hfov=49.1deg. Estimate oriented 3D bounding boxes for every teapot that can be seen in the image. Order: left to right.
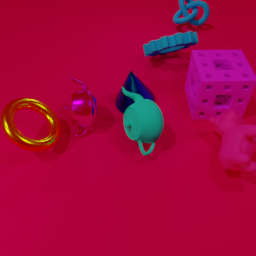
[{"bbox_3d":[-1.228,-0.561,7.144,0.793,1.619,1.006,-1,6,-17],"label":"teapot"},{"bbox_3d":[0.280,-0.193,6.675,0.845,1.073,1.726,-9,80,-29],"label":"teapot"}]

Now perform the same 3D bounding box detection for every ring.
[{"bbox_3d":[-2.268,-0.097,6.649,1.449,0.290,1.449,26,44,-29],"label":"ring"}]

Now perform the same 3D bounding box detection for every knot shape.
[{"bbox_3d":[2.296,-4.400,10.699,1.279,0.631,1.367,-42,80,-8],"label":"knot shape"}]

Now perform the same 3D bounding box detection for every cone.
[{"bbox_3d":[0.136,-1.133,7.606,1.155,1.159,1.155,-4,55,5],"label":"cone"}]

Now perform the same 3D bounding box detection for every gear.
[{"bbox_3d":[1.357,-2.672,8.995,1.724,0.319,1.724,-13,6,1],"label":"gear"}]

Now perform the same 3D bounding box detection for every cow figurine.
[{"bbox_3d":[2.351,0.279,6.344,1.438,0.802,1.461,2,59,57],"label":"cow figurine"}]

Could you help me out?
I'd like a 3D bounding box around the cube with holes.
[{"bbox_3d":[2.423,-1.168,7.634,1.356,1.356,1.356,-1,47,-1],"label":"cube with holes"}]
